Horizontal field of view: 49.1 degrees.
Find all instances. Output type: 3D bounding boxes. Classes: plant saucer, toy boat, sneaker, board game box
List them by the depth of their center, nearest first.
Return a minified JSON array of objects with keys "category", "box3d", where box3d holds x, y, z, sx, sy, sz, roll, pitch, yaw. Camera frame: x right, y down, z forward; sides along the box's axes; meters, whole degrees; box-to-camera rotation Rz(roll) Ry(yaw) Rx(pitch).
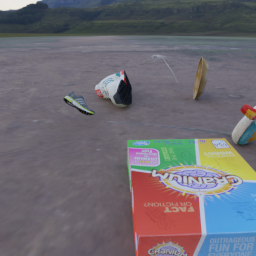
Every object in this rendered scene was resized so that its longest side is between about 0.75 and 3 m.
[{"category":"board game box","box3d":[1.093,0.999,4.704,2.126,0.560,2.779,-1,22,-3]},{"category":"toy boat","box3d":[2.958,-0.088,6.536,0.653,1.181,1.405,44,4,29]},{"category":"sneaker","box3d":[-1.383,-0.729,8.281,0.998,0.404,0.369,34,-19,-14]},{"category":"sneaker","box3d":[-0.600,-1.317,10.357,1.281,0.964,2.739,-20,24,12]},{"category":"plant saucer","box3d":[2.738,-1.843,10.475,0.281,1.586,1.586,9,23,6]}]
